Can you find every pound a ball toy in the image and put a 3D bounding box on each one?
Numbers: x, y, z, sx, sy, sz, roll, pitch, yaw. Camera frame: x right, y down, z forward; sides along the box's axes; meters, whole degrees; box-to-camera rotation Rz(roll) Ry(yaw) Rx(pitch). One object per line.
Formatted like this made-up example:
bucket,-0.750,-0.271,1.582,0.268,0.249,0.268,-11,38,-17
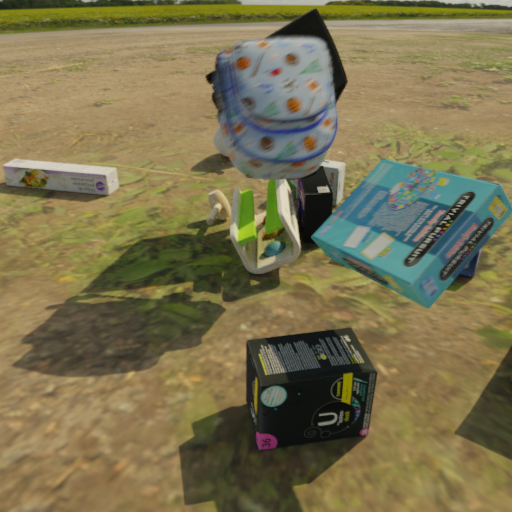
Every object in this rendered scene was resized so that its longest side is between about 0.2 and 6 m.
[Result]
pound a ball toy,-0.075,-0.661,11.994,1.901,1.238,2.915,-23,26,12

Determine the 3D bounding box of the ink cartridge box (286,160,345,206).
ink cartridge box,1.496,-1.908,14.138,1.385,1.015,0.575,14,31,22

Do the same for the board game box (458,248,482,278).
board game box,3.886,-0.882,12.623,2.541,0.649,3.751,13,31,23

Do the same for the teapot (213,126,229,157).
teapot,-0.450,-3.527,16.958,1.151,1.555,1.576,42,70,8

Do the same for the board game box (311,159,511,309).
board game box,1.886,-0.389,7.179,1.573,0.489,2.084,-47,32,-6

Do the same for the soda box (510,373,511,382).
soda box,5.583,0.688,8.971,1.546,1.383,4.369,22,36,32

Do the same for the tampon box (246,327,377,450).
tampon box,0.668,1.728,7.354,1.493,1.119,0.943,-5,29,-10

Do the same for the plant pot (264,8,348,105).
plant pot,0.870,-3.730,11.970,1.820,1.618,1.824,-35,-5,-13

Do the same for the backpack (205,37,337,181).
backpack,0.405,-2.564,9.863,2.448,2.332,1.886,-7,-9,-3

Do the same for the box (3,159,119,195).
box,-5.214,-2.106,14.921,3.064,0.593,0.635,6,29,11

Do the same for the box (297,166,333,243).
box,1.300,-1.184,12.617,0.664,1.189,1.685,-4,28,1
